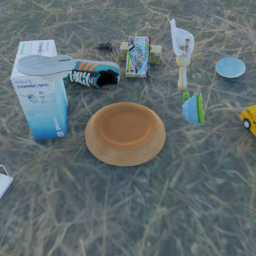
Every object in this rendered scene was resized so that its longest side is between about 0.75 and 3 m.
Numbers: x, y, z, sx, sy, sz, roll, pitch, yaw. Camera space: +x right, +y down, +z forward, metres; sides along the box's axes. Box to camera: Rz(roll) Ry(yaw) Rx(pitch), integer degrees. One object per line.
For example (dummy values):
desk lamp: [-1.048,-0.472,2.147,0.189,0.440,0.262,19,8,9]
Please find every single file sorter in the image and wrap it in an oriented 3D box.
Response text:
file sorter: [-4.458,1.489,8.266,1.521,0.947,1.055,14,49,13]

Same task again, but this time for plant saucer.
plant saucer: [-0.097,0.033,9.856,2.867,0.536,2.867,0,48,-1]
plant saucer: [4.494,-2.601,12.334,1.253,0.241,1.253,-5,54,7]

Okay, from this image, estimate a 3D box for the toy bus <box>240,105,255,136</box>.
toy bus: [4.988,0.169,9.362,0.884,1.063,2.715,-15,50,-13]

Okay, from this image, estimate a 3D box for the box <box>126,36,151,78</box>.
box: [0.468,-3.127,12.286,1.012,0.319,1.838,2,75,6]

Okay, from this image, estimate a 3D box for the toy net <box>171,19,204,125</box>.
toy net: [1.526,-1.419,7.008,0.529,2.738,1.437,-5,37,17]

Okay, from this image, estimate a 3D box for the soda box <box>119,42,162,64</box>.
soda box: [0.580,-3.484,12.966,1.901,0.609,0.644,9,49,7]

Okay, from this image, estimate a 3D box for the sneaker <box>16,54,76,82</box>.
sneaker: [-1.866,-1.312,6.468,0.589,0.571,1.613,45,33,17]

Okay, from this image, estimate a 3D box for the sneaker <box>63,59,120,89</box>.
sneaker: [-1.629,-2.194,11.576,2.635,0.941,1.053,-3,44,-5]

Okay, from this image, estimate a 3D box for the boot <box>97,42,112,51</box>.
boot: [-1.144,-3.924,13.630,0.677,0.269,0.778,-11,42,-6]

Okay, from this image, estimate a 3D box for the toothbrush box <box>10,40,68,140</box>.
toothbrush box: [-2.848,-1.246,9.503,1.174,2.754,2.016,-5,49,-5]
